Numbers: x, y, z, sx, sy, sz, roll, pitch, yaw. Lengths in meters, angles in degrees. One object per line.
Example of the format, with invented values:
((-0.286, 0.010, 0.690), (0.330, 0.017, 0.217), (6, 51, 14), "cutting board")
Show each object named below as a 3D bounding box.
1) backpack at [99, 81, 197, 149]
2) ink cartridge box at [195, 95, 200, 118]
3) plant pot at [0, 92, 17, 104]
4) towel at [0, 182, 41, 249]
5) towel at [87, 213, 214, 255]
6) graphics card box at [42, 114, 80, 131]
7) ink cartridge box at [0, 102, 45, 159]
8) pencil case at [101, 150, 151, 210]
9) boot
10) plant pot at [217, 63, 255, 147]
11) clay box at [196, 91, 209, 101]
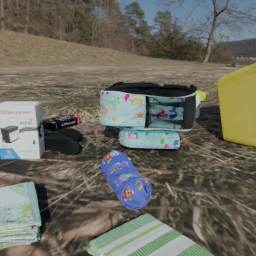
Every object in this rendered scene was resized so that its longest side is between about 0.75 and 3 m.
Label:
((0.481, -0.481, 8.678), (2.766, 2.082, 2.455), (7, 10, -2), "backpack")
((1.900, -1.124, 12.935), (1.759, 1.032, 2.402), (-6, 16, -22), "ink cartridge box")
((-4.707, -0.616, 11.026), (1.194, 1.376, 1.376), (16, 15, -5), "plant pot")
((-2.318, 1.507, 4.873), (1.466, 0.412, 1.713), (-5, 17, -21), "towel")
((0.408, 1.874, 4.005), (1.338, 0.205, 1.754), (-13, 19, -38), "towel")
((-2.644, -0.225, 11.036), (0.827, 0.335, 1.318), (11, 18, 34), "graphics card box")
((-3.008, 0.062, 7.869), (1.104, 1.522, 0.637), (0, 16, -2), "ink cartridge box")
((-0.070, 1.043, 5.989), (0.727, 0.653, 1.674), (-30, 24, -9), "pencil case")
((-1.826, 0.376, 8.670), (1.443, 0.534, 1.183), (5, 15, 26), "boot")
((4.394, -0.827, 9.304), (2.501, 2.836, 2.835), (-7, 13, 23), "plant pot")
((3.545, -1.837, 16.336), (2.104, 0.501, 1.209), (-4, 17, -14), "clay box")
